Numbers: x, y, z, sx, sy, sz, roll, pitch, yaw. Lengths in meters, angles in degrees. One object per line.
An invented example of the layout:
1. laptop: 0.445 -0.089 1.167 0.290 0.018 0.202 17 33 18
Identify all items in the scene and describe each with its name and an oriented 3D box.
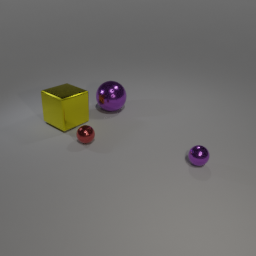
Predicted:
1. cube: -2.618 -0.916 11.773 1.400 1.400 1.400 23 34 33
2. ball: 2.386 0.924 9.432 0.700 0.700 0.700 0 31 0
3. ball: -0.763 -1.447 12.764 1.400 1.400 1.400 0 31 0
4. ball: -1.606 0.237 10.634 0.700 0.700 0.700 0 31 0
